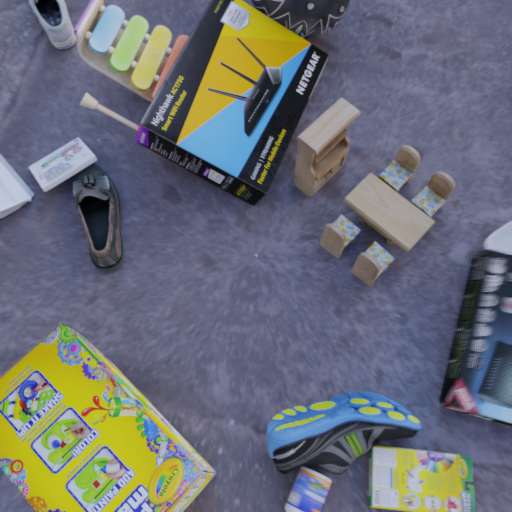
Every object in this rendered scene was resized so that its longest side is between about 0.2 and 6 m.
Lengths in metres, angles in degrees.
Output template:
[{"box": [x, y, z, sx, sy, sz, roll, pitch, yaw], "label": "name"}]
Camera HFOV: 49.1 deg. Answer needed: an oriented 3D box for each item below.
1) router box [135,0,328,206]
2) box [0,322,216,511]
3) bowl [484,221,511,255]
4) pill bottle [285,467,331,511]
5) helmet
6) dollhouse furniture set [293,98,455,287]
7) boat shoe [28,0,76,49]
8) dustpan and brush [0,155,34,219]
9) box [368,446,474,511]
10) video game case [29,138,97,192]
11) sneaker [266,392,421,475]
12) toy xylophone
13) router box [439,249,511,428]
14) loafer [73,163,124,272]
[{"box": [-0.401, -3.141, 11.075, 2.647, 0.906, 3.549, 27, 69, -11], "label": "router box"}, {"box": [-2.152, 2.768, 8.054, 2.702, 2.805, 1.711, 41, 73, 15], "label": "box"}, {"box": [4.990, 0.006, 10.302, 1.386, 0.517, 1.384, -29, 80, -3], "label": "bowl"}, {"box": [0.779, 3.882, 8.838, 0.531, 0.531, 0.947, 22, 70, 9], "label": "pill bottle"}, {"box": [0.951, -5.762, 11.774, 2.408, 2.408, 2.296, 12, 100, 5], "label": "helmet"}, {"box": [2.044, -1.278, 10.270, 2.640, 1.754, 2.314, 41, 74, 15], "label": "dollhouse furniture set"}, {"box": [-4.659, -5.649, 12.590, 0.745, 0.760, 2.135, -25, 70, -10], "label": "boat shoe"}, {"box": [-6.435, -1.055, 10.590, 3.498, 1.001, 2.442, -40, 73, -15], "label": "dustpan and brush"}, {"box": [2.655, 3.631, 9.028, 1.624, 0.393, 0.953, 5, 67, 5], "label": "box"}, {"box": [-3.848, -1.832, 11.119, 1.182, 0.140, 1.076, -35, 44, -12], "label": "video game case"}, {"box": [1.412, 2.924, 9.123, 2.587, 0.917, 1.072, -7, 107, -15], "label": "sneaker"}, {"box": [-2.185, -3.627, 11.252, 3.116, 0.783, 2.282, 19, 71, -25], "label": "toy xylophone"}, {"box": [4.481, 1.487, 9.367, 2.083, 0.863, 2.779, 15, 80, 6], "label": "router box"}, {"box": [-3.006, -0.881, 10.661, 0.847, 0.741, 2.356, -16, 69, -7], "label": "loafer"}]
